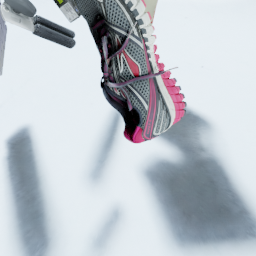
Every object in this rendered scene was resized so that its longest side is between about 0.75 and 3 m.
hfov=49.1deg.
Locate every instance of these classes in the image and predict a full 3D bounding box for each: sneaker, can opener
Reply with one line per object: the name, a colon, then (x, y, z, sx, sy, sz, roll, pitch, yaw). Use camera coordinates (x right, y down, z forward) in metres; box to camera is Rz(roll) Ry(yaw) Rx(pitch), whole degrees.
sneaker: (-0.076, -0.943, 3.883, 0.936, 2.507, 1.011, -36, 15, -21)
can opener: (-1.605, -1.937, 5.246, 0.512, 1.542, 0.406, -19, 68, 37)

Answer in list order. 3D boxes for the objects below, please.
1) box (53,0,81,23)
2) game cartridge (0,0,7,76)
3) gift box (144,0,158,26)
box: (-1.736, -3.864, 7.443, 0.397, 1.670, 1.613, -21, 35, 27)
game cartridge: (-3.199, -2.498, 6.321, 0.488, 2.545, 1.650, 5, 67, -12)
gift box: (0.127, -3.415, 6.251, 1.682, 1.702, 1.823, 17, 80, -1)
